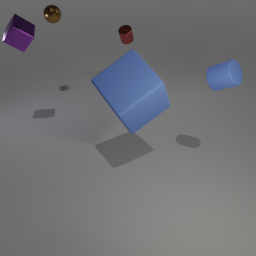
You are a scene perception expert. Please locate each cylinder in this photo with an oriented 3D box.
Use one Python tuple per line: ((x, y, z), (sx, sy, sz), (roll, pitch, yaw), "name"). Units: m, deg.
((2.620, -1.426, 7.624), (0.700, 0.700, 0.700), (-11, 16, 48), "cylinder")
((-0.095, -4.825, 14.485), (0.700, 0.700, 0.700), (-5, 63, 10), "cylinder")

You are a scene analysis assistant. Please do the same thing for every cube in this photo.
((-3.430, -2.988, 8.846), (0.700, 0.700, 0.700), (23, 42, -38), "cube")
((0.120, -0.945, 7.645), (1.400, 1.400, 1.400), (-37, 65, 0), "cube")

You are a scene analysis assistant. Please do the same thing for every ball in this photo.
((-3.020, -4.552, 11.204), (0.700, 0.700, 0.700), (0, 31, 0), "ball")
